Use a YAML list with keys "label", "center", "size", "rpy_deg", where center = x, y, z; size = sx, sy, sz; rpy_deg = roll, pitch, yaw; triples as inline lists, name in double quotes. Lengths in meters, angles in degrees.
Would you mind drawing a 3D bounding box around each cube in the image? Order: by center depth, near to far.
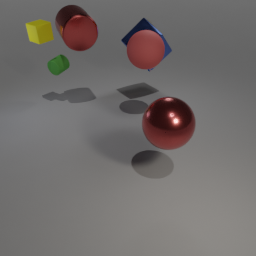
- label: "cube"
  center: [-3.459, -3.789, 11.014]
  size: [0.700, 0.700, 0.700]
  rpy_deg: [26, 45, 32]
- label: "cube"
  center: [0.839, -3.672, 12.459]
  size: [1.400, 1.400, 1.400]
  rpy_deg: [53, 11, 29]

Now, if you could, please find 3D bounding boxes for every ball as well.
- label: "ball"
  center: [1.064, -0.120, 7.370]
  size: [1.400, 1.400, 1.400]
  rpy_deg: [0, 30, 0]
- label: "ball"
  center: [0.650, -2.876, 10.337]
  size: [1.400, 1.400, 1.400]
  rpy_deg: [0, 30, 0]

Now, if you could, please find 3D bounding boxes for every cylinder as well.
- label: "cylinder"
  center: [-2.039, -3.946, 11.039]
  size: [1.400, 1.400, 1.400]
  rpy_deg: [-12, 41, -20]
- label: "cylinder"
  center: [-3.057, -2.778, 12.337]
  size: [0.700, 0.700, 0.700]
  rpy_deg: [16, 44, 26]
